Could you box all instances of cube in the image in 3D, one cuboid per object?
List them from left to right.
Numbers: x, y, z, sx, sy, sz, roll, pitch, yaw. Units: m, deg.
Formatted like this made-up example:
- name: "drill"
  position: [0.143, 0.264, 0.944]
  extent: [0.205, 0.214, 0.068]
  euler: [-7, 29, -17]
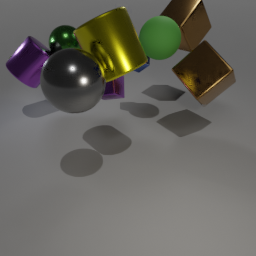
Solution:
- name: "cube"
  position: [-0.558, -1.240, 8.209]
  extent: [0.700, 0.700, 0.700]
  euler: [-3, -5, 23]
- name: "cube"
  position: [0.347, -2.624, 10.564]
  extent: [0.700, 0.700, 0.700]
  euler: [15, -23, -30]
- name: "cube"
  position: [2.189, -4.087, 11.084]
  extent: [1.400, 1.400, 1.400]
  euler: [30, 80, 42]
- name: "cube"
  position: [2.562, -1.766, 9.386]
  extent: [1.400, 1.400, 1.400]
  euler: [55, 16, 19]

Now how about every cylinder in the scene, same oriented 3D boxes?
- name: "cylinder"
  position: [-3.594, -2.471, 10.581]
  extent: [1.400, 1.400, 1.400]
  euler: [-46, 33, 9]
- name: "cylinder"
  position: [-0.408, -2.004, 6.910]
  extent: [1.400, 1.400, 1.400]
  euler: [-24, 15, 7]

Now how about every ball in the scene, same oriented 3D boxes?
- name: "ball"
  position: [-2.470, -3.397, 11.260]
  extent: [1.400, 1.400, 1.400]
  euler: [0, 30, 0]
- name: "ball"
  position: [-1.180, -1.013, 6.091]
  extent: [1.400, 1.400, 1.400]
  euler: [0, 30, 0]
- name: "ball"
  position: [1.065, -2.992, 9.354]
  extent: [1.400, 1.400, 1.400]
  euler: [0, 30, 0]
